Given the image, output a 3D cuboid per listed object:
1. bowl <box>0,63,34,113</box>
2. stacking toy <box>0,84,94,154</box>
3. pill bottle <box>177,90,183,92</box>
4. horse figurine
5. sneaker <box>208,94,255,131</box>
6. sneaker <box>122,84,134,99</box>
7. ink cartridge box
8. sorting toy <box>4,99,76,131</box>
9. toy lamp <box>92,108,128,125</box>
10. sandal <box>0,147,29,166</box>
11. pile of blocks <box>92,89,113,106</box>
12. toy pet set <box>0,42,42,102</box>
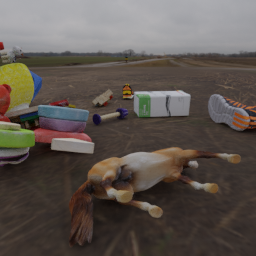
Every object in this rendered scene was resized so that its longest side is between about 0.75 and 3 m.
[{"bbox_3d":[-3.790,-0.781,8.676,2.353,1.266,2.353,-36,1,1],"label":"bowl"},{"bbox_3d":[-2.060,-0.301,6.029,2.889,1.220,2.616,7,1,-23],"label":"stacking toy"},{"bbox_3d":[2.288,-1.402,12.804,0.606,0.606,1.091,6,16,23],"label":"pill bottle"},{"bbox_3d":[0.269,0.775,4.354,2.863,0.715,1.898,-15,8,-27],"label":"horse figurine"},{"bbox_3d":[3.657,-0.479,9.218,1.296,0.898,2.314,0,25,-16],"label":"sneaker"},{"bbox_3d":[0.008,-1.973,14.688,0.572,0.736,1.635,1,15,2],"label":"sneaker"},{"bbox_3d":[1.253,-0.941,10.699,1.915,0.807,1.399,-1,15,-5],"label":"ink cartridge box"},{"bbox_3d":[-2.781,-0.144,7.653,2.814,0.476,1.357,-15,-5,-11],"label":"sorting toy"},{"bbox_3d":[-0.564,-0.427,9.600,0.416,0.416,1.429,14,20,42],"label":"toy lamp"},{"bbox_3d":[-2.495,0.534,5.856,0.897,0.542,2.205,6,1,-9],"label":"sandal"},{"bbox_3d":[-1.113,-1.187,12.538,0.496,0.656,1.597,44,32,0],"label":"pile of blocks"},{"bbox_3d":[-4.151,-1.872,11.408,1.388,2.613,2.440,-14,-11,-21],"label":"toy pet set"}]
